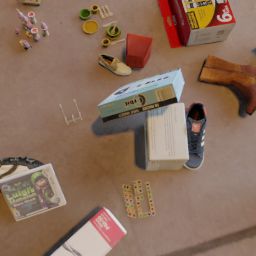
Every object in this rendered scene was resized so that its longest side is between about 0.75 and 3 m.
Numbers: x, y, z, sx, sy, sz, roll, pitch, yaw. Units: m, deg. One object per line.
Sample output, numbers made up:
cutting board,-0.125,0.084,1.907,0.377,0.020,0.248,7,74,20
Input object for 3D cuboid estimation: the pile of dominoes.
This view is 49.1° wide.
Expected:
pile of dominoes,0.344,2.352,9.256,0.939,0.192,1.204,-10,71,-3

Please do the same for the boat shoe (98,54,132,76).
boat shoe,-0.515,-2.407,10.703,1.396,0.477,0.522,22,73,7

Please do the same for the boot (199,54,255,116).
boot,3.771,-1.634,10.298,2.266,0.776,2.134,17,73,6

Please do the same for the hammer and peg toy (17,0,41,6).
hammer and peg toy,-4.196,-5.593,11.820,1.157,0.408,0.851,5,73,2

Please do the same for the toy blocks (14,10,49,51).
toy blocks,-3.922,-3.950,10.941,1.203,1.013,1.125,-42,77,-13

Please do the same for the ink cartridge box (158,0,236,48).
ink cartridge box,2.613,-4.730,11.139,2.367,1.130,2.696,-11,72,-3

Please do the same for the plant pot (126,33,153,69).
plant pot,0.340,-2.814,10.518,0.980,0.979,0.864,12,64,4

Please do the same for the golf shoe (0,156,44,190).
golf shoe,-4.192,1.638,9.166,2.925,1.137,1.382,-3,89,1

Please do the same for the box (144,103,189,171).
box,1.166,0.354,9.065,1.187,1.816,1.806,-1,71,0

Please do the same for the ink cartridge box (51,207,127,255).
ink cartridge box,-1.215,3.481,8.054,2.360,1.729,0.977,-40,76,-12

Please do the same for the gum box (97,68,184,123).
gum box,0.527,-1.084,8.685,2.220,2.613,0.582,-14,105,20

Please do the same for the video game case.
video game case,-3.011,2.059,8.894,1.672,0.195,1.520,-18,110,-6

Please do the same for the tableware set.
tableware set,-1.115,-4.177,11.386,1.407,0.321,2.089,-22,73,-7

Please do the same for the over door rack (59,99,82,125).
over door rack,-2.060,-0.571,10.162,0.598,0.269,0.809,-20,94,-6

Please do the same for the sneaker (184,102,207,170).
sneaker,2.244,0.198,9.549,0.895,1.008,2.386,3,72,1
